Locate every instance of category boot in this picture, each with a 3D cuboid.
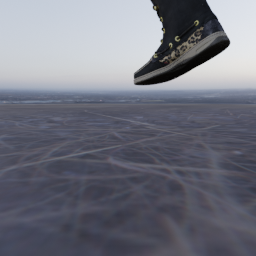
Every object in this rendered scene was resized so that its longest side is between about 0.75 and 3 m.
[{"bbox_3d":[1.038,-2.455,7.300,1.034,2.128,2.826,-10,-9,-43],"label":"boot"}]
